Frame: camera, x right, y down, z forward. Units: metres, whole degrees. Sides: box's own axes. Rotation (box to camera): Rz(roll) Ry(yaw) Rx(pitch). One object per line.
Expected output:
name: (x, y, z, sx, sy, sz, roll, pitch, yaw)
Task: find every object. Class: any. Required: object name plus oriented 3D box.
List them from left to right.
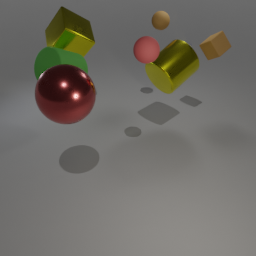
cylinder: (-2.433, -2.151, 10.267, 1.400, 1.400, 1.400, 20, 13, 29)
ball: (-1.454, -0.783, 6.574, 1.400, 1.400, 1.400, 0, 32, 0)
cube: (-2.381, -3.719, 11.421, 1.400, 1.400, 1.400, 15, 48, -41)
ball: (0.488, -2.061, 7.397, 0.700, 0.700, 0.700, 0, 32, 0)
ball: (1.260, -4.138, 10.796, 0.700, 0.700, 0.700, 0, 32, 0)
cylinder: (1.571, -2.180, 10.016, 1.400, 1.400, 1.400, -42, 46, -13)
cube: (3.257, -3.069, 10.469, 0.700, 0.700, 0.700, -40, 15, -16)
